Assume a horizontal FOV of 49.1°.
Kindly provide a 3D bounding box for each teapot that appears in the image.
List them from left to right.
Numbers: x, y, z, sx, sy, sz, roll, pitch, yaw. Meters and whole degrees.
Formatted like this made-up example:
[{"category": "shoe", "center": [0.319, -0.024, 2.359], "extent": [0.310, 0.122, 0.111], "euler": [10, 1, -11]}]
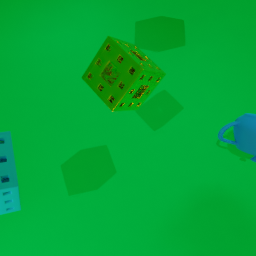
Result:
[{"category": "teapot", "center": [2.848, 0.259, 5.821], "extent": [1.976, 1.228, 0.967], "euler": [11, 101, -2]}]

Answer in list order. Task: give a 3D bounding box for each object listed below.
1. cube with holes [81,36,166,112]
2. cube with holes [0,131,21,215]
[{"category": "cube with holes", "center": [-0.075, -1.028, 5.528], "extent": [0.982, 0.982, 0.982], "euler": [47, 116, 19]}, {"category": "cube with holes", "center": [-2.322, 0.793, 4.481], "extent": [0.992, 0.992, 0.992], "euler": [-8, 58, -23]}]
